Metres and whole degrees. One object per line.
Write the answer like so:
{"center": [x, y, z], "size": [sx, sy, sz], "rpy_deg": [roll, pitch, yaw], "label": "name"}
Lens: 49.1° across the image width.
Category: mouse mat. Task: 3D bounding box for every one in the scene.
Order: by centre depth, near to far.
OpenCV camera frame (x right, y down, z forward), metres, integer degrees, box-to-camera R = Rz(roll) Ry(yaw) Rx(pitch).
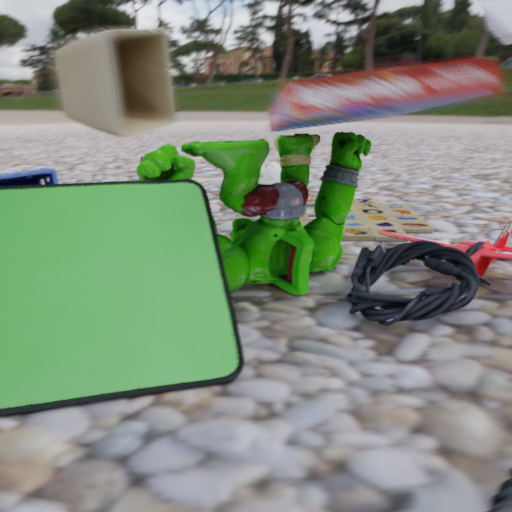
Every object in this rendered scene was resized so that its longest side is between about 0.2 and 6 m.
{"center": [-1.887, 0.265, 5.645], "size": [3.233, 0.122, 2.602], "rpy_deg": [-4, 58, -17], "label": "mouse mat"}

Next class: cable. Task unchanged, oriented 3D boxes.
{"center": [2.000, 0.375, 7.196], "size": [1.617, 0.504, 1.982], "rpy_deg": [5, 26, 17], "label": "cable"}

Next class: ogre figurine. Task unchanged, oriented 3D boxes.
{"center": [0.143, -0.604, 7.883], "size": [1.738, 2.124, 3.542], "rpy_deg": [7, 16, 37], "label": "ogre figurine"}

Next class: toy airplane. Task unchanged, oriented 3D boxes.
{"center": [3.562, -0.063, 8.752], "size": [3.122, 0.574, 3.122], "rpy_deg": [0, 17, 0], "label": "toy airplane"}

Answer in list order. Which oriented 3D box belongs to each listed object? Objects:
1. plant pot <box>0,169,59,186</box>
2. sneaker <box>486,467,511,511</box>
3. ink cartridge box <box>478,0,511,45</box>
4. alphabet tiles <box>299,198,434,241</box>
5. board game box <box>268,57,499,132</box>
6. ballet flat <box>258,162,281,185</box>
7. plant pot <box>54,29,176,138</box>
{"center": [-4.463, -0.913, 10.455], "size": [1.310, 1.310, 1.178], "rpy_deg": [-14, 14, -39], "label": "plant pot"}
{"center": [1.435, 1.615, 2.924], "size": [2.018, 0.713, 0.986], "rpy_deg": [-2, 17, -16], "label": "sneaker"}
{"center": [4.046, -3.933, 8.865], "size": [0.916, 0.285, 1.138], "rpy_deg": [-25, 61, -6], "label": "ink cartridge box"}
{"center": [1.951, -0.856, 12.200], "size": [3.160, 0.120, 3.798], "rpy_deg": [1, 17, 2], "label": "alphabet tiles"}
{"center": [1.311, -2.051, 7.563], "size": [2.121, 0.401, 4.120], "rpy_deg": [-8, 11, 0], "label": "board game box"}
{"center": [0.203, -2.171, 15.314], "size": [2.642, 0.948, 0.948], "rpy_deg": [16, 23, 41], "label": "ballet flat"}
{"center": [-1.882, -2.275, 7.297], "size": [1.082, 1.223, 1.221], "rpy_deg": [8, 25, 24], "label": "plant pot"}
